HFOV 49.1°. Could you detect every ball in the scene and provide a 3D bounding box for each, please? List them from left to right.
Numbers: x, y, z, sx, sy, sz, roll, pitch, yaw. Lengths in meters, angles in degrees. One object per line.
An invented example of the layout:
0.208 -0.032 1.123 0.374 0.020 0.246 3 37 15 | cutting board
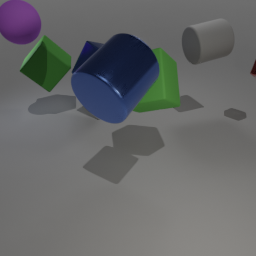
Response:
-3.604 -3.491 9.280 1.400 1.400 1.400 0 30 0 | ball

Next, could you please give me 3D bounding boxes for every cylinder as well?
-0.254 -1.053 6.016 1.400 1.400 1.400 20 57 30 | cylinder
2.947 -3.207 10.428 1.400 1.400 1.400 -18 34 -13 | cylinder

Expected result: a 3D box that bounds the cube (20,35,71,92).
-3.263 -2.598 11.283 1.400 1.400 1.400 37 19 -28 | cube

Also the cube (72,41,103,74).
-1.056 -2.390 10.980 1.400 1.400 1.400 37 23 13 | cube

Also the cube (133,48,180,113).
0.597 -1.291 8.092 1.400 1.400 1.400 -7 -7 26 | cube

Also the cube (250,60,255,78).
4.989 -2.143 10.169 0.700 0.700 0.700 26 11 37 | cube
